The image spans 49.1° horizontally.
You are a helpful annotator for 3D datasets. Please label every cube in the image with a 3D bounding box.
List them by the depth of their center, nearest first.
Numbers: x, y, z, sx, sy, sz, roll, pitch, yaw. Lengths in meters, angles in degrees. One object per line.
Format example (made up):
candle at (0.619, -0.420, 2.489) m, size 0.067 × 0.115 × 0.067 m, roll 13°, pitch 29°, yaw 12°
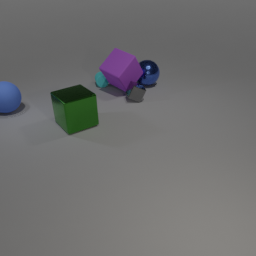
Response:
cube at (-2.178, -0.802, 11.501) m, size 1.400 × 1.400 × 1.400 m, roll -21°, pitch 35°, yaw -29°
cube at (0.378, -1.785, 13.771) m, size 0.700 × 0.700 × 0.700 m, roll 17°, pitch 24°, yaw -21°
cube at (-0.325, -2.925, 14.224) m, size 1.400 × 1.400 × 1.400 m, roll 31°, pitch 79°, yaw 31°

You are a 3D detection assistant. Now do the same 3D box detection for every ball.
ball at (-5.516, -1.378, 12.540) m, size 1.400 × 1.400 × 1.400 m, roll 0°, pitch 30°, yaw 0°
ball at (1.041, -3.030, 15.386) m, size 1.400 × 1.400 × 1.400 m, roll 0°, pitch 30°, yaw 0°

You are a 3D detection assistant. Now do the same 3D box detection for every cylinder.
cylinder at (-1.456, -2.693, 15.554) m, size 0.700 × 0.700 × 0.700 m, roll -7°, pitch 30°, yaw -11°
